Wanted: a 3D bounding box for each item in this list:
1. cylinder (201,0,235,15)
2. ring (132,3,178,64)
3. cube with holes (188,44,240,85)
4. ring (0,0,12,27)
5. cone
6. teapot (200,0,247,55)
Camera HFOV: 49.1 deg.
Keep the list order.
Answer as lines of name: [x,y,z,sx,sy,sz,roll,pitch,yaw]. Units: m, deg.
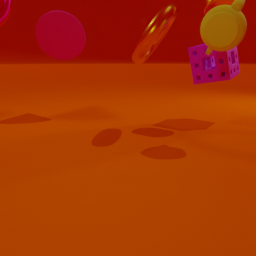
cylinder: [2.178,-3.239,6.879,0.751,0.751,0.751,-6,-18,-2]
ring: [0.616,-2.169,6.541,0.313,1.563,1.563,37,17,0]
cube with holes: [2.427,-1.875,7.849,1.012,1.012,1.012,-2,17,37]
ring: [-3.963,-3.587,7.491,0.380,1.900,1.900,15,20,29]
cone: [-1.972,-3.091,8.762,1.445,1.445,1.451,0,36,-1]
teapot: [1.892,-1.994,5.434,0.850,1.367,0.669,35,41,8]
